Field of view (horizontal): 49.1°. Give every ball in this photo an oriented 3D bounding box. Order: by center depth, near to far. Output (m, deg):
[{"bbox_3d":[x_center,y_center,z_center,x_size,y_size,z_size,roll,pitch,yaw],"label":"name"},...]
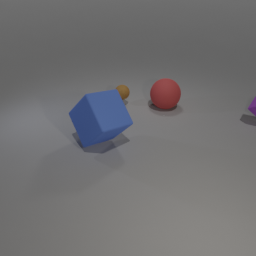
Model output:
[{"bbox_3d":[1.712,-1.564,12.817,1.400,1.400,1.400,0,30,0],"label":"ball"},{"bbox_3d":[-0.271,-1.669,13.075,0.700,0.700,0.700,0,30,0],"label":"ball"}]

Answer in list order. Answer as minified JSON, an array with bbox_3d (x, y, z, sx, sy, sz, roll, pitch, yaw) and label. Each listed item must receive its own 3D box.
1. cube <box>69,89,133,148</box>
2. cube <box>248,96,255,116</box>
[{"bbox_3d":[-0.961,-0.342,9.780,1.400,1.400,1.400,-16,76,-42],"label":"cube"},{"bbox_3d":[5.421,-0.869,11.227,0.700,0.700,0.700,-52,8,-14],"label":"cube"}]
